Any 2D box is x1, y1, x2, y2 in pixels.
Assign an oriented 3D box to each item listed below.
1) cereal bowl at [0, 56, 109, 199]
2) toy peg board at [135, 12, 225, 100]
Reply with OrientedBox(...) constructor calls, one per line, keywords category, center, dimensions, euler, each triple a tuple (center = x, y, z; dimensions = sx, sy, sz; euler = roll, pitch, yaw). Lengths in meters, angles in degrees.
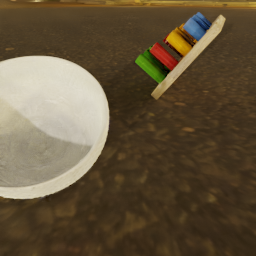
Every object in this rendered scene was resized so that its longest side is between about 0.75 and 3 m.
OrientedBox(category="cereal bowl", center=(-1.760, 0.021, 5.319), dimensions=(2.859, 1.191, 2.859), euler=(1, 57, -2))
OrientedBox(category="toy peg board", center=(1.647, -2.781, 9.344), dimensions=(1.377, 2.803, 2.815), euler=(41, 33, -3))
